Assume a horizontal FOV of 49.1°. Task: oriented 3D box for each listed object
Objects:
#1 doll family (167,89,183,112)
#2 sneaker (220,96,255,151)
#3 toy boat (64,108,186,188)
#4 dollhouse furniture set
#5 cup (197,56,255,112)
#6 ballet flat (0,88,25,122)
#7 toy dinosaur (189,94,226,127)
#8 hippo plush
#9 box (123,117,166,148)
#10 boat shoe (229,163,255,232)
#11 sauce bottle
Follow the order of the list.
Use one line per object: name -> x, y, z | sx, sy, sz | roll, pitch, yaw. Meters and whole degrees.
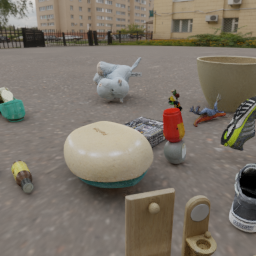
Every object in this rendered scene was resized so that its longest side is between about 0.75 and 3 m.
doll family -> 1.640, -0.756, 9.588 | 0.443, 1.128, 0.652 | -25, 22, 0
sneaker -> 2.992, -0.107, 7.111 | 0.619, 1.530, 0.565 | 28, 12, -12
toy boat -> 0.115, 0.556, 6.490 | 2.994, 1.391, 2.517 | -17, 21, -21
dollhouse furniture set -> 0.977, 1.649, 3.080 | 1.606, 1.376, 1.689 | -6, 21, -16
cup -> 4.224, -1.821, 11.583 | 2.841, 2.032, 2.841 | 0, 19, 0
ballet flat -> -4.761, -1.068, 11.031 | 0.959, 1.002, 2.848 | -15, 25, -34
toy dinosaur -> 3.005, -0.471, 10.399 | 1.425, 1.570, 0.824 | 19, -20, -17
hippo plush -> -0.502, -1.918, 13.090 | 2.392, 1.905, 1.923 | -3, 46, 3
box -> 0.472, 0.128, 8.629 | 1.291, 0.407, 1.637 | 14, 24, 34
boat shoe -> 2.478, 1.079, 5.512 | 0.800, 0.756, 2.230 | 13, 23, 29
sauce bottle -> -2.318, 1.062, 6.172 | 0.354, 0.354, 1.096 | -11, 22, -28
